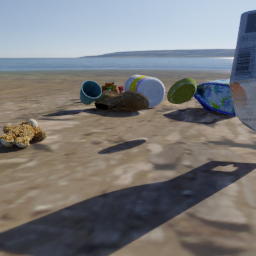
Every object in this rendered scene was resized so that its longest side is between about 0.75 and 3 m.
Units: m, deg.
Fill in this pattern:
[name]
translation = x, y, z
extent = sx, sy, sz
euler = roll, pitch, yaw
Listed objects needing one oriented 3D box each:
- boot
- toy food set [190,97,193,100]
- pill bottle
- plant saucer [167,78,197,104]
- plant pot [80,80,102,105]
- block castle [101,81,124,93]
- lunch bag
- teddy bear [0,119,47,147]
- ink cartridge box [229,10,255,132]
[boot]
translation = -0.319, -1.030, 12.100
extent = 2.615, 0.963, 0.987
euler = 7, 38, 34
[toy food set]
translation = 3.354, -1.989, 15.746
extent = 0.636, 0.600, 1.333
euler = 5, 16, 18
[pill bottle]
translation = 0.659, -1.889, 13.835
extent = 1.391, 1.391, 2.669
euler = -5, 16, -18
[plant saucer]
translation = 1.648, -1.056, 8.404
extent = 0.987, 0.987, 0.153
euler = -6, 47, -23
[plant pot]
translation = -1.723, -1.487, 12.347
extent = 0.903, 0.903, 0.848
euler = -9, -21, -31
[block castle]
translation = -1.266, -2.112, 15.616
extent = 1.933, 0.907, 1.292
euler = -9, 18, -30
[lunch bag]
translation = 4.094, -1.467, 12.135
extent = 2.302, 1.467, 1.957
euler = 24, 27, 37
[teddy bear]
translation = -2.945, 0.124, 7.947
extent = 1.176, 0.542, 1.623
euler = 8, 17, 21
[ink cartridge box]
translation = 2.775, -0.866, 6.142
extent = 0.649, 2.589, 2.100
euler = 3, 55, 27
